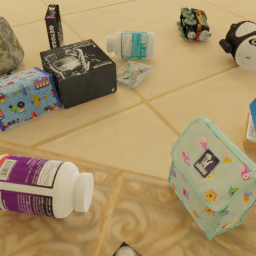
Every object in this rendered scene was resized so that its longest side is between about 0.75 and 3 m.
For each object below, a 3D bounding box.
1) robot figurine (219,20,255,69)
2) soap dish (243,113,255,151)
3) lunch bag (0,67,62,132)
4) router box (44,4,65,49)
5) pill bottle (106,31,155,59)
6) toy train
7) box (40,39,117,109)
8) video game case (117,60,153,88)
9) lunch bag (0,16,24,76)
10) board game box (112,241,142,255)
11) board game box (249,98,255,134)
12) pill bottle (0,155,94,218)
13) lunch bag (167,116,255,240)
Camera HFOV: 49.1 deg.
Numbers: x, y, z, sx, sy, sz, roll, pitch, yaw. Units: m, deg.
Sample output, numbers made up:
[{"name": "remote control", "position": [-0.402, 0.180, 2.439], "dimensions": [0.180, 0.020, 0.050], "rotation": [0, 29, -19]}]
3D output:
[{"name": "robot figurine", "position": [5.248, -3.719, 12.309], "dimensions": [1.912, 1.588, 2.544], "rotation": [-35, 38, 25]}, {"name": "soap dish", "position": [4.366, 0.193, 9.069], "dimensions": [1.164, 0.601, 1.479], "rotation": [16, 46, 15]}, {"name": "lunch bag", "position": [-4.166, -1.497, 10.442], "dimensions": [2.228, 1.392, 2.960], "rotation": [-26, 41, -21]}, {"name": "router box", "position": [-3.302, -4.362, 12.721], "dimensions": [0.500, 1.959, 1.461], "rotation": [-2, 45, -4]}, {"name": "pill bottle", "position": [0.123, -3.750, 12.663], "dimensions": [2.142, 1.187, 1.187], "rotation": [3, 45, 3]}, {"name": "toy train", "position": [3.407, -5.352, 14.435], "dimensions": [1.496, 1.119, 2.625], "rotation": [6, 44, -7]}, {"name": "box", "position": [-1.919, -2.174, 10.936], "dimensions": [2.259, 1.400, 2.221], "rotation": [-22, 51, -21]}, {"name": "video game case", "position": [0.148, -2.272, 11.666], "dimensions": [1.257, 0.152, 1.379], "rotation": [23, 58, 32]}, {"name": "lunch bag", "position": [-5.757, -3.078, 11.197], "dimensions": [2.407, 1.999, 2.869], "rotation": [-24, 31, -2]}, {"name": "board game box", "position": [-0.196, 3.794, 5.524], "dimensions": [1.698, 0.434, 2.507], "rotation": [28, 51, 25]}, {"name": "board game box", "position": [5.103, 0.396, 8.090], "dimensions": [2.657, 0.758, 2.713], "rotation": [14, 50, -8]}, {"name": "pill bottle", "position": [-2.213, 1.499, 7.166], "dimensions": [2.508, 1.410, 1.410], "rotation": [7, 45, 6]}, {"name": "lunch bag", "position": [2.055, 1.151, 6.795], "dimensions": [1.480, 2.426, 2.067], "rotation": [-19, 48, -18]}]
